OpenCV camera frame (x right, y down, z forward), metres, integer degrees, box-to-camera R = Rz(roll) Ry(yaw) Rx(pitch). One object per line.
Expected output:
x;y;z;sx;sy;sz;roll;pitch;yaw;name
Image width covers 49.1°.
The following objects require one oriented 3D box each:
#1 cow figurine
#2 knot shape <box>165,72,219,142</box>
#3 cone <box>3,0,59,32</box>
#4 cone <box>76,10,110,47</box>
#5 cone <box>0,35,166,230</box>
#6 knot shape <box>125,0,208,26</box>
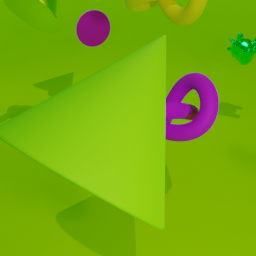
2.888;-1.853;6.101;1.202;0.670;1.221;26;66;20;cow figurine
0.605;-0.182;3.727;1.321;0.653;1.412;-29;12;41;knot shape
-2.157;-3.622;7.222;1.556;1.556;1.562;17;75;25;cone
-1.025;-2.648;7.128;0.884;0.884;0.887;-14;40;-22;cone
-0.027;-0.217;2.479;1.546;1.546;1.552;22;76;32;cone
0.696;-2.128;3.889;1.429;0.660;1.338;18;77;46;knot shape
